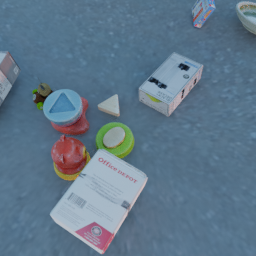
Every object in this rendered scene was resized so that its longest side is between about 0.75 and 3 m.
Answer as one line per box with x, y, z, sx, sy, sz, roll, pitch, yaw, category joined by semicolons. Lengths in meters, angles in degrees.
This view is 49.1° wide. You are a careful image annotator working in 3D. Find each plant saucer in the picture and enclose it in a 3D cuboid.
4.231;-3.414;9.017;1.818;0.456;1.818;10;48;-11;plant saucer

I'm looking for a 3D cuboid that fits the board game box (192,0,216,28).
2.456;-3.911;9.166;0.242;0.867;0.849;11;62;-19;board game box

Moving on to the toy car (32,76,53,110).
-2.315;-0.989;7.511;0.596;0.755;0.620;-20;61;-13;toy car

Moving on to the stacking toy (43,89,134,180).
-0.988;-0.101;6.740;2.046;0.955;2.260;-15;62;-5;stacking toy

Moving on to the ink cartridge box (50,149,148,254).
-0.543;1.440;5.709;1.227;0.715;1.685;30;62;12;ink cartridge box

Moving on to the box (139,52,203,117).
1.200;-1.244;7.776;1.018;0.525;1.745;33;64;22;box

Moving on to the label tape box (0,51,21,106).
-4.212;-0.936;7.336;1.774;0.779;2.460;5;58;14;label tape box
